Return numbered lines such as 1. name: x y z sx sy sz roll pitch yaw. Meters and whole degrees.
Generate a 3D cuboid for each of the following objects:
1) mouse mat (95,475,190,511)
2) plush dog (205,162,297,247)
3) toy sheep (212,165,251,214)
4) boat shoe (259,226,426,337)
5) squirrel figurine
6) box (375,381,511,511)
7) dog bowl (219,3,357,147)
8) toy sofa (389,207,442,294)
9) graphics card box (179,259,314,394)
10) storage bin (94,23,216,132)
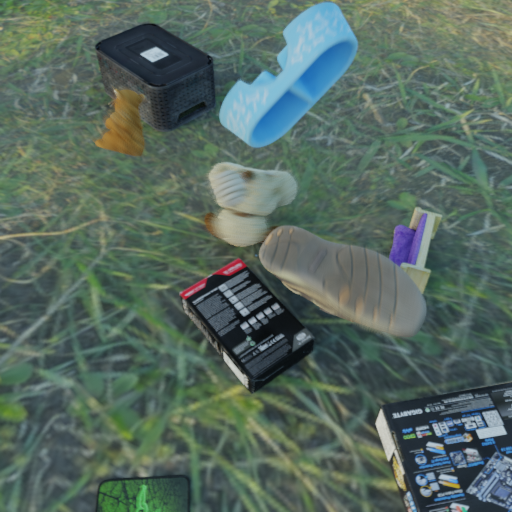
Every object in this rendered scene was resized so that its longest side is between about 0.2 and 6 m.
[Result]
1. mouse mat: -1.638 4.003 7.941 1.394 0.065 1.732 -3 50 -3
2. plush dog: -0.200 -0.951 11.191 1.846 1.585 1.481 10 14 5
3. toy sheep: -0.454 -1.186 9.914 0.627 0.627 0.909 -20 78 -16
4. boat shoe: 1.498 0.457 9.588 3.124 1.145 1.164 31 77 32
5. squirrel figurine: -2.517 -2.633 11.010 0.926 1.221 1.309 9 11 -27
6. box: 3.417 3.255 8.190 2.639 0.656 2.620 -8 50 -7
7. dog bowl: 0.565 -2.821 9.117 0.648 2.612 1.456 52 21 16
8. toy sofa: 3.078 -0.145 11.076 0.833 0.707 1.707 16 51 12
9. graphics card box: -0.189 1.185 10.016 1.405 0.570 2.240 -31 55 -23
10. storage bin: -2.600 -4.707 14.591 1.938 1.344 2.867 -36 57 -27
